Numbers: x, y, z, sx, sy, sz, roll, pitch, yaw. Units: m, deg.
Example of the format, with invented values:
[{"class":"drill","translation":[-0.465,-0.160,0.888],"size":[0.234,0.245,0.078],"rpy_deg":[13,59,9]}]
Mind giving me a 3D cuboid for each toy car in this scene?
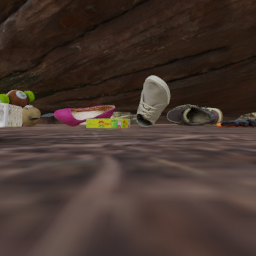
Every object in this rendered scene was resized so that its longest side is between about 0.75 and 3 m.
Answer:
[{"class":"toy car","translation":[-3.847,-0.649,10.767],"size":[1.818,1.434,1.493],"rpy_deg":[13,18,27]}]

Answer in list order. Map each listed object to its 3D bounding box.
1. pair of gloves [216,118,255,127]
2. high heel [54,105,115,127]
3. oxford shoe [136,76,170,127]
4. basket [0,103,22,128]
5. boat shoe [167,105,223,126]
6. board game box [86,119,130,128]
[{"class":"pair of gloves","translation":[4.067,-0.163,8.637],"size":[2.346,0.290,2.090],"rpy_deg":[-1,1,-4]},{"class":"high heel","translation":[-1.454,-0.550,9.742],"size":[2.132,0.718,1.023],"rpy_deg":[12,-46,-40]},{"class":"oxford shoe","translation":[0.632,-0.632,7.734],"size":[0.805,0.618,2.140],"rpy_deg":[35,-24,12]},{"class":"basket","translation":[-3.294,-0.311,7.424],"size":[0.913,0.619,0.563],"rpy_deg":[0,-1,32]},{"class":"boat shoe","translation":[2.949,-0.630,13.292],"size":[0.951,1.074,2.934],"rpy_deg":[6,-4,-44]},{"class":"board game box","translation":[-0.470,-0.109,6.691],"size":[0.936,0.223,0.476],"rpy_deg":[0,1,23]}]
